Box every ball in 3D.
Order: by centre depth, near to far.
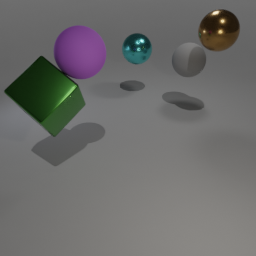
[{"bbox_3d":[-1.287,-2.024,7.559,1.400,1.400,1.400,0,30,0],"label":"ball"},{"bbox_3d":[3.172,-3.395,9.799,1.400,1.400,1.400,0,30,0],"label":"ball"},{"bbox_3d":[2.531,-2.820,11.654,1.400,1.400,1.400,0,30,0],"label":"ball"},{"bbox_3d":[0.418,-3.653,12.965,1.400,1.400,1.400,0,30,0],"label":"ball"}]

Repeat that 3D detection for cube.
[{"bbox_3d":[-2.242,-0.838,7.872,1.400,1.400,1.400,39,77,11],"label":"cube"}]
